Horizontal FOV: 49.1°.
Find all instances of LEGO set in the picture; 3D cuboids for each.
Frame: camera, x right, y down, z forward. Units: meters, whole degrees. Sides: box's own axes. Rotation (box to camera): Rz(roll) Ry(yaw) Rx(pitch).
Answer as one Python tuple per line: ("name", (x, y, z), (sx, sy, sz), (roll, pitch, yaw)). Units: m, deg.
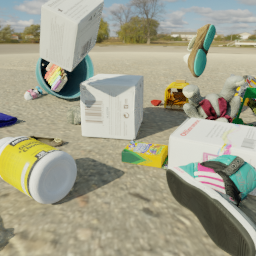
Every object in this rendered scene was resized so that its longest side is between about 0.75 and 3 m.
("LEGO set", (4.862, -1.042, 10.709), (2.783, 2.140, 1.612), (-5, 31, -3))

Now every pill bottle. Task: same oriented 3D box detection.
("pill bottle", (-2.326, 0.875, 6.646), (2.146, 1.202, 1.202), (15, 24, 37))

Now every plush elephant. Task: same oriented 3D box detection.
("plush elephant", (2.831, -0.237, 9.116), (1.921, 2.333, 1.806), (-7, 51, -1))

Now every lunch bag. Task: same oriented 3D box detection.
("lunch bag", (-2.026, -0.516, 11.488), (0.741, 0.615, 0.883), (3, 20, 12))

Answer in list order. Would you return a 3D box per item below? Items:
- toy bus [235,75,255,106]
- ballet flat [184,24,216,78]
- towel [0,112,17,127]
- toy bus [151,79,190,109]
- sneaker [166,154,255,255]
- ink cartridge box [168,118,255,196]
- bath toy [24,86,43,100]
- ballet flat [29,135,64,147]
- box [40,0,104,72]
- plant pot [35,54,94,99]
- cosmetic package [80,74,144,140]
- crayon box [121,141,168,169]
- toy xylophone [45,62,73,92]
("toy bus", (6.637, -1.741, 14.217), (1.962, 1.331, 1.884), (-1, 32, -12))
("ballet flat", (2.571, -2.864, 10.474), (0.855, 2.363, 0.801), (4, -22, 45))
("towel", (-5.410, -0.339, 11.461), (1.506, 0.373, 1.112), (15, 17, 36))
("toy bus", (2.565, -1.742, 13.890), (2.407, 1.318, 2.551), (-10, 21, -27))
("sneaker", (2.047, 1.350, 5.585), (1.624, 1.124, 2.689), (-16, 22, -14))
("ink cartridge box", (2.611, 0.646, 7.388), (2.683, 1.136, 1.939), (12, 22, 26))
("bath toy", (-5.375, -1.969, 15.763), (0.631, 0.536, 1.451), (3, 20, 10))
("ballet flat", (-2.780, 0.413, 9.327), (1.286, 0.298, 0.433), (3, 20, 8))
("box", (-1.600, -2.803, 7.932), (1.062, 1.624, 1.616), (26, 49, 2))
("plant pot", (-3.863, -3.071, 15.769), (2.998, 2.998, 2.817), (-12, 8, -31))
("cosmetic package", (-0.506, -0.902, 10.557), (1.952, 1.964, 2.346), (3, 20, 9))
("crayon box", (0.615, 0.766, 8.226), (1.419, 0.366, 0.892), (7, 21, 18))
("toy xylophone", (-2.199, -1.747, 8.868), (0.331, 0.963, 1.316), (24, 19, -40))
